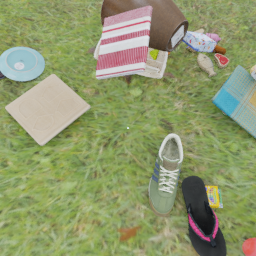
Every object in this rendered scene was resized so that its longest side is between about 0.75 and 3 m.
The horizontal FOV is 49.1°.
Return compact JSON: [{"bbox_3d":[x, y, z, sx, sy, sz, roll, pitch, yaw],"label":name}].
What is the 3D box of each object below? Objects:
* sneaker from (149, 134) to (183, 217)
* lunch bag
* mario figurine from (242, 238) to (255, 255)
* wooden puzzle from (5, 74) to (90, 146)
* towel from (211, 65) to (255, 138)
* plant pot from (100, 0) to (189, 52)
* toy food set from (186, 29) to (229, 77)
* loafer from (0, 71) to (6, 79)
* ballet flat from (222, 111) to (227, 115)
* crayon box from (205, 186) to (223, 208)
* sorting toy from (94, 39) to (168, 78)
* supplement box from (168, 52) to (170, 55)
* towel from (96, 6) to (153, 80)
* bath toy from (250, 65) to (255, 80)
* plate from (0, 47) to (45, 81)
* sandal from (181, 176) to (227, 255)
[{"bbox_3d":[1.321,1.487,9.702,0.965,1.292,2.879,11,62,6],"label":"sneaker"},{"bbox_3d":[2.782,-3.413,11.028,1.327,0.501,1.063,-7,43,-40],"label":"lunch bag"},{"bbox_3d":[4.496,4.172,8.656,2.116,1.306,1.122,30,105,7],"label":"mario figurine"},{"bbox_3d":[-3.217,-0.751,11.368,2.675,0.619,2.477,39,68,24],"label":"wooden puzzle"},{"bbox_3d":[4.798,-0.933,11.039,2.679,0.291,1.965,41,78,-1],"label":"towel"},{"bbox_3d":[0.781,-3.894,9.974,2.574,2.405,2.405,39,68,17],"label":"plant pot"},{"bbox_3d":[3.756,-3.704,13.041,1.736,0.430,2.732,-24,64,-13],"label":"toy food set"},{"bbox_3d":[-6.579,-2.909,12.388,2.572,0.810,0.924,23,64,12],"label":"loafer"},{"bbox_3d":[4.771,-1.163,11.479,1.996,0.722,0.677,-21,68,-11],"label":"ballet flat"},{"bbox_3d":[2.743,2.396,9.780,1.130,0.291,0.711,1,62,0],"label":"crayon box"},{"bbox_3d":[0.473,-3.690,11.770,2.937,1.569,2.643,19,95,9],"label":"sorting toy"},{"bbox_3d":[1.725,-4.111,12.491,0.575,1.730,0.595,-2,54,-6],"label":"supplement box"},{"bbox_3d":[-0.098,-2.273,7.520,1.465,0.231,2.034,-4,67,27],"label":"towel"},{"bbox_3d":[5.600,-2.157,11.251,1.191,2.739,1.012,6,96,27],"label":"bath toy"},{"bbox_3d":[-4.731,-2.945,12.493,1.972,0.252,1.972,7,60,-12],"label":"plate"},{"bbox_3d":[2.407,2.934,9.086,1.057,0.634,2.814,-14,74,-3],"label":"sandal"}]
